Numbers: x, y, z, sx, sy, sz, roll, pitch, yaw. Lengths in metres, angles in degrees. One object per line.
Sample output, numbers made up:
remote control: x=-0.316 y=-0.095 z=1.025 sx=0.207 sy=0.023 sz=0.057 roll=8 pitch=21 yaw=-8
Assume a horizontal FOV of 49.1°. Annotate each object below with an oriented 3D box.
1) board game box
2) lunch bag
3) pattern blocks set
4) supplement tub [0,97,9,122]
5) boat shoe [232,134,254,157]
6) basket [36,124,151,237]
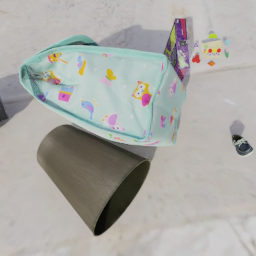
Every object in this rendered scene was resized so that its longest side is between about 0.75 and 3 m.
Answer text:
board game box: x=1.125 y=-1.610 z=6.915 sx=0.324 sy=2.005 sz=1.204 roll=3 pitch=79 yaw=-1
lunch bag: x=-0.436 y=-0.696 z=5.952 sx=2.932 sy=2.497 sz=1.788 roll=14 pitch=89 yaw=22
pattern blocks set: x=2.498 y=-2.331 z=8.383 sx=1.073 sy=0.943 sz=0.087 roll=7 pitch=21 yaw=0
supplement tub: x=-4.077 y=-0.179 z=6.574 sx=2.260 sy=1.209 sz=1.209 roll=-26 pitch=58 yaw=-24
boat shoe: x=2.579 y=0.372 z=6.367 sx=0.357 sy=0.295 sz=0.954 roll=-29 pitch=9 yaw=16
basket: x=-0.822 y=0.858 z=5.820 sx=1.976 sy=1.344 sz=1.781 roll=34 pitch=83 yaw=24
